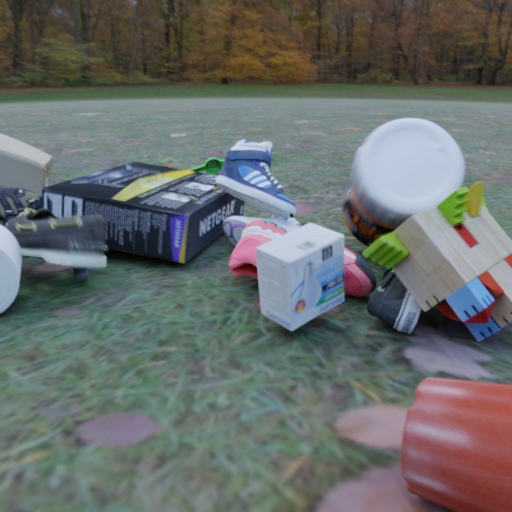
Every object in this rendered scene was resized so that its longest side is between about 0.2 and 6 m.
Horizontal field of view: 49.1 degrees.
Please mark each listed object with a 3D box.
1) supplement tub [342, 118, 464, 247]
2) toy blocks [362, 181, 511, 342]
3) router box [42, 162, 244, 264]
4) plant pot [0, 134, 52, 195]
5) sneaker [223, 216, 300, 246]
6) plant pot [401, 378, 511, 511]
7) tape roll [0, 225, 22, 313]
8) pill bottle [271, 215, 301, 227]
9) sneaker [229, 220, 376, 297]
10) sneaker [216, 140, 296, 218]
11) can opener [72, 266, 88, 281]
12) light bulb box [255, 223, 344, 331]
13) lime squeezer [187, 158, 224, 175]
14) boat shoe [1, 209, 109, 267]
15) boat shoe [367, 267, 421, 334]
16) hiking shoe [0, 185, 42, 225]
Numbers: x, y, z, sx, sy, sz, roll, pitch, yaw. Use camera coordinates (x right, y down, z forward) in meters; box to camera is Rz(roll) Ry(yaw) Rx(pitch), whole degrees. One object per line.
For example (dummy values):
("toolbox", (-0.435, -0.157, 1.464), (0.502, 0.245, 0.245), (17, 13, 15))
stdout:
("supplement tub", (2.542, -1.121, 10.305), (1.776, 1.776, 2.899), (2, -14, 4))
("toy blocks", (3.122, 0.238, 8.157), (2.972, 1.485, 2.032), (-18, 69, -47))
("router box", (-2.220, -1.127, 12.312), (3.067, 1.019, 3.901), (11, 20, 13))
("plant pot", (-6.198, -1.961, 14.209), (1.711, 1.933, 1.930), (8, 18, -14))
("sneaker", (0.208, -0.452, 11.528), (1.806, 0.676, 0.899), (16, 33, 12))
("plant pot", (2.113, 1.718, 4.854), (1.415, 1.455, 1.455), (4, 19, 36))
("tape roll", (-4.400, 0.205, 8.675), (1.409, 1.409, 0.967), (-7, 24, -18))
("pill bottle", (0.657, -0.711, 12.334), (0.633, 0.355, 0.355), (23, 29, 34))
("sneaker", (0.706, 0.321, 9.555), (2.651, 0.977, 1.150), (18, 55, 28))
("sneaker", (0.208, -1.709, 11.541), (1.857, 1.359, 0.748), (25, -11, 13))
("can opener", (-3.185, 0.073, 10.445), (0.494, 0.394, 1.478), (-11, 18, -18))
("light bulb box", (0.657, 0.285, 8.110), (1.126, 1.136, 0.709), (-25, 34, -32))
("lime squeezer", (-1.132, -2.815, 18.190), (3.204, 0.604, 1.131), (6, 21, 14))
("boat shoe", (-3.634, -0.379, 9.674), (2.874, 0.865, 1.024), (8, 2, 32))
("boat shoe", (2.398, 0.330, 9.006), (0.743, 0.901, 2.624), (21, 28, 14))
("hiking shoe", (-5.028, -0.704, 11.262), (1.766, 1.328, 3.508), (5, 21, 5))
